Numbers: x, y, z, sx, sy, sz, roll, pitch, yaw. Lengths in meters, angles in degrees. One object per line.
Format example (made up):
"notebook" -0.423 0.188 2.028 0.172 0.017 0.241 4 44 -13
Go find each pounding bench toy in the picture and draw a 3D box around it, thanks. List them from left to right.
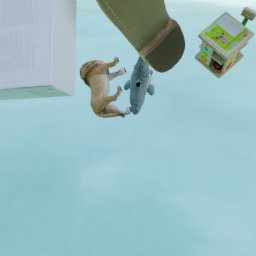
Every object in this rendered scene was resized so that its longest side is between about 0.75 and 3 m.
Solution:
"pounding bench toy" 2.726 -2.332 7.536 1.560 1.217 0.969 -41 72 -6

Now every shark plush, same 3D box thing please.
"shark plush" 0.323 -1.000 5.817 0.703 1.548 0.645 21 47 -2

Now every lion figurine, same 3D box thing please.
"lion figurine" -0.435 -0.633 4.610 0.840 0.497 1.371 -18 56 21

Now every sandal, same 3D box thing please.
"sandal" -0.011 -1.528 3.155 0.862 2.350 0.773 -43 58 1

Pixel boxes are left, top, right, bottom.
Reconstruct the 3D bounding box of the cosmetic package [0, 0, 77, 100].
"cosmetic package" -1.315 -1.314 2.925 1.523 2.020 0.522 -1 -5 14
